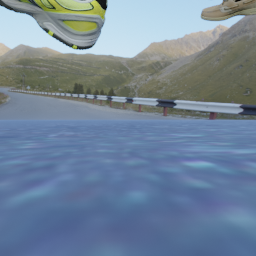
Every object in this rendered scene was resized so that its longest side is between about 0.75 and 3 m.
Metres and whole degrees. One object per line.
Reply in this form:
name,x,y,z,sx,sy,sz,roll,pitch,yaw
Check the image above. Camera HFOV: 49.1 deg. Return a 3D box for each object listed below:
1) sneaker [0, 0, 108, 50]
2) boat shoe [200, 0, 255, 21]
sneaker,-1.515,-2.359,4.402,2.674,1.008,1.022,26,-47,-18
boat shoe,2.834,-3.358,7.608,1.786,0.576,0.636,2,45,32
